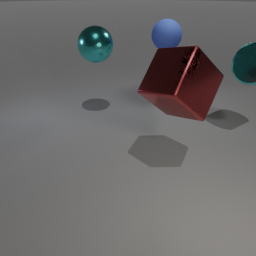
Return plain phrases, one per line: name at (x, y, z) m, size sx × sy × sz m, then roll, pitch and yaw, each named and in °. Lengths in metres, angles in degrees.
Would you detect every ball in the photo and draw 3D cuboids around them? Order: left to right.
ball at (-1.267, -3.259, 10.931) m, size 1.400 × 1.400 × 1.400 m, roll 0°, pitch 28°, yaw 0°
ball at (1.789, -4.291, 12.925) m, size 1.400 × 1.400 × 1.400 m, roll 0°, pitch 28°, yaw 0°

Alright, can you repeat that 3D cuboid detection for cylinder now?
cylinder at (4.624, -2.213, 9.917) m, size 1.400 × 1.400 × 1.400 m, roll 25°, pitch 21°, yaw 39°

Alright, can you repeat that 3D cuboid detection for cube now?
cube at (1.393, -1.173, 7.446) m, size 1.400 × 1.400 × 1.400 m, roll 32°, pitch -10°, yaw -38°
